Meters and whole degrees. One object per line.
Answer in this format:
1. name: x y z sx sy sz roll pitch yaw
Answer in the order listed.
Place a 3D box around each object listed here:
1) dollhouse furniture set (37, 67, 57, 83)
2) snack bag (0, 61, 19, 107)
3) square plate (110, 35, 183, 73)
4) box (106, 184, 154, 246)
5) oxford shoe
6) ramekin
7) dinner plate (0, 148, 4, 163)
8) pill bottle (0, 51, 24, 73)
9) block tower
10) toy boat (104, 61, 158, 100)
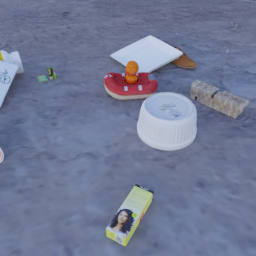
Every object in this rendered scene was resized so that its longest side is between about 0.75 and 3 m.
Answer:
1. dollhouse furniture set: -3.974 -2.559 13.577 0.848 0.425 0.555 -20 44 -22
2. snack bag: -6.213 -2.113 12.097 2.264 0.257 2.401 15 63 -7
3. square plate: 0.939 -3.775 14.768 2.788 0.400 2.814 -31 48 -17
4. box: 0.092 2.339 7.723 0.631 0.420 1.678 19 43 21
5. oxford shoe: 2.736 -3.783 14.775 0.806 0.806 2.261 -26 48 -30
6. ramekin: 1.468 -0.362 10.358 2.258 1.185 2.258 0 40 0
7. dinner plate: -3.055 0.398 5.707 1.075 1.075 0.130 5 46 6
8. pill bottle: -6.298 -2.887 13.244 2.393 1.346 1.346 -17 43 -19
9. block tower: 3.736 -1.240 11.826 2.417 0.699 0.653 30 48 33
10. toy boat: 0.131 -2.212 12.276 2.373 1.551 1.549 -5 40 -6
